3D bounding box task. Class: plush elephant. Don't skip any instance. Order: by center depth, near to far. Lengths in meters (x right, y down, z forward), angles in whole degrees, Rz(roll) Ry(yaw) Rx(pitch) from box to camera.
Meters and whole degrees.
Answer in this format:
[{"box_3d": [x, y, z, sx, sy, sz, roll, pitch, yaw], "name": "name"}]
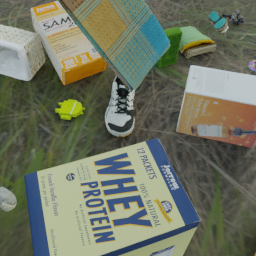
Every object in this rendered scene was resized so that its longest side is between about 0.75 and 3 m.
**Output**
[{"box_3d": [-4.239, 2.152, 5.796, 2.743, 2.259, 2.124, -28, 35, 13], "name": "plush elephant"}]

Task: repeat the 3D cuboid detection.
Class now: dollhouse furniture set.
[{"box_3d": [2.091, -3.793, 11.233, 2.785, 1.398, 1.825, -17, 52, -14], "name": "dollhouse furniture set"}]

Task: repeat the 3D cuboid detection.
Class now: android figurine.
[{"box_3d": [-1.930, -0.630, 9.369, 0.954, 0.196, 0.868, 6, 50, 6], "name": "android figurine"}]

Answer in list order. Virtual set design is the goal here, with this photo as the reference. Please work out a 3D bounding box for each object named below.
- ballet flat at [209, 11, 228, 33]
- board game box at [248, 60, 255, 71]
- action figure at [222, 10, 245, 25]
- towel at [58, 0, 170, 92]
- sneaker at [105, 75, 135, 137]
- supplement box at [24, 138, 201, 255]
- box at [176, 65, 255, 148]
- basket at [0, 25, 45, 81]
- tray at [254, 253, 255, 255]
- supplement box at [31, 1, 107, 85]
[{"box_3d": [1.790, -2.017, 5.435, 0.269, 0.299, 0.793, -37, 32, 24], "name": "ballet flat"}, {"box_3d": [5.222, -2.424, 10.879, 0.981, 0.191, 0.775, 36, 59, 26], "name": "board game box"}, {"box_3d": [4.886, -5.081, 12.881, 1.120, 0.571, 0.665, 22, 43, 20], "name": "action figure"}, {"box_3d": [-0.180, -2.583, 6.955, 0.302, 2.782, 2.040, 1, 48, 55], "name": "towel"}, {"box_3d": [-0.242, -0.940, 9.030, 0.973, 1.127, 2.572, 2, 52, -1], "name": "sneaker"}, {"box_3d": [-0.324, 1.947, 5.601, 2.626, 2.623, 1.763, -15, 52, -12], "name": "supplement box"}, {"box_3d": [2.788, -0.623, 8.314, 2.338, 1.780, 1.243, 12, 51, 11], "name": "box"}, {"box_3d": [-4.356, -2.880, 10.457, 2.132, 1.445, 1.315, 16, 50, 13], "name": "basket"}, {"box_3d": [3.076, 3.428, 5.786, 1.277, 0.479, 2.588, 31, 56, 24], "name": "tray"}, {"box_3d": [-2.164, -3.253, 10.365, 1.786, 1.042, 2.835, -26, 78, -19], "name": "supplement box"}]
